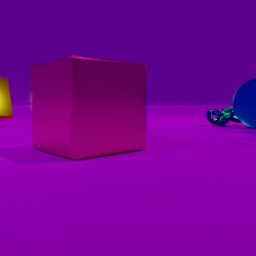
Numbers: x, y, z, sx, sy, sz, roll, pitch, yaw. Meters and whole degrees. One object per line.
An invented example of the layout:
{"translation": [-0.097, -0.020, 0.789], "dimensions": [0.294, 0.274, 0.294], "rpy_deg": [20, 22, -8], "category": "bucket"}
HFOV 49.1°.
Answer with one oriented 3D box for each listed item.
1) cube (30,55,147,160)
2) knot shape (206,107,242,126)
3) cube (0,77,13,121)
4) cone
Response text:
{"translation": [-0.595, -0.312, 4.193], "dimensions": [1.269, 1.269, 1.269], "rpy_deg": [-5, 7, -41], "category": "cube"}
{"translation": [3.109, -0.380, 8.706], "dimensions": [1.083, 0.535, 1.158], "rpy_deg": [-9, 4, -20], "category": "knot shape"}
{"translation": [-4.334, -0.801, 8.173], "dimensions": [1.244, 1.244, 1.244], "rpy_deg": [-11, -4, 25], "category": "cube"}
{"translation": [3.950, -0.406, 8.195], "dimensions": [1.584, 1.584, 1.590], "rpy_deg": [2, -21, 25], "category": "cone"}
